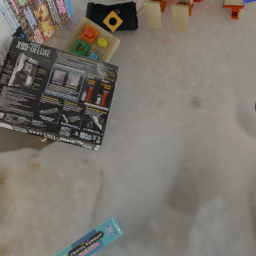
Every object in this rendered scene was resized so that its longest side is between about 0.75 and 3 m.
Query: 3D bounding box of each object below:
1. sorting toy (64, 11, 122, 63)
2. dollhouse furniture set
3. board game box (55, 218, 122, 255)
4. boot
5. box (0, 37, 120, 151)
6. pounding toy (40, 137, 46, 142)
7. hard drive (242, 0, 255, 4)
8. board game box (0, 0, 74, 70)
[{"bbox_3d":[-0.925,-2.112,7.180,1.127,0.273,2.001,32,101,-6],"label":"sorting toy"},{"bbox_3d":[1.992,-3.943,8.001,2.683,1.397,2.712,14,71,17],"label":"dollhouse furniture set"},{"bbox_3d":[-0.694,2.263,5.523,1.155,1.530,0.359,-31,73,-11],"label":"board game box"},{"bbox_3d":[-0.440,-2.806,7.729,1.446,0.657,1.721,0,66,3],"label":"boot"},{"bbox_3d":[-1.692,-0.791,6.634,2.635,0.656,2.078,14,73,-7],"label":"box"},{"bbox_3d":[-2.096,-0.103,6.951,0.726,0.378,0.827,-1,71,-1],"label":"pounding toy"},{"bbox_3d":[2.420,-3.207,4.775,1.212,1.838,0.233,1,42,39],"label":"hard drive"},{"bbox_3d":[-2.915,-3.078,6.975,1.373,2.261,2.836,33,73,11],"label":"board game box"}]
